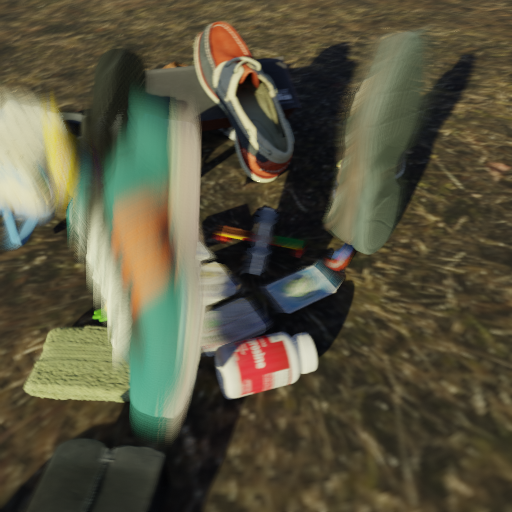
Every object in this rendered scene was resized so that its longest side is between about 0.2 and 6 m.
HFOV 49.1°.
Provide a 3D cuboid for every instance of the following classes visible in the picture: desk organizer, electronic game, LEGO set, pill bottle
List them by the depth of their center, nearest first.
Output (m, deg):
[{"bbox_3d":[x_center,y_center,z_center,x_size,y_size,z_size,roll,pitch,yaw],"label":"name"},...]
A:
[{"bbox_3d":[0.110,1.177,6.188,1.040,0.584,0.584,-11,37,-15],"label":"pill bottle"},{"bbox_3d":[-0.017,0.239,7.830,2.632,0.646,1.966,-22,53,-26],"label":"LEGO set"},{"bbox_3d":[-0.967,-2.940,11.120,3.306,1.273,1.186,-14,78,-21],"label":"desk organizer"},{"bbox_3d":[-4.117,-2.468,11.458,2.148,0.447,2.148,1,34,0],"label":"electronic game"}]

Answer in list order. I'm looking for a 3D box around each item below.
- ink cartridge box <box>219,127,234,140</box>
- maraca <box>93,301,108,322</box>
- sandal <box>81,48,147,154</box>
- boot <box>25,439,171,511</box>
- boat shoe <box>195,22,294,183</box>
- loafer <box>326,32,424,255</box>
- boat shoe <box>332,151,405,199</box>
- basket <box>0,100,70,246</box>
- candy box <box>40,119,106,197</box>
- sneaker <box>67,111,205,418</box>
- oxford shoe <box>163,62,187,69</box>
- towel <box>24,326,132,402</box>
[{"bbox_3d":[-0.272,-2.959,12.071,0.942,0.543,1.298,-21,41,-23],"label":"ink cartridge box"},{"bbox_3d":[-1.744,0.651,7.122,0.467,0.364,0.681,8,30,45],"label":"maraca"},{"bbox_3d":[-2.051,-1.619,7.848,0.622,2.598,0.976,30,33,23],"label":"sandal"},{"bbox_3d":[-1.907,2.412,4.210,1.964,0.782,2.383,15,41,2],"label":"boot"},{"bbox_3d":[-0.183,-2.943,10.133,1.153,1.014,3.241,-16,78,-20],"label":"boat shoe"},{"bbox_3d":[1.510,-1.529,7.835,0.970,3.083,1.108,27,34,37],"label":"loafer"},{"bbox_3d":[2.133,-1.732,10.187,0.868,0.719,2.417,21,40,27],"label":"boat shoe"},{"bbox_3d":[-3.178,-1.129,7.887,1.222,1.756,1.548,18,63,-6],"label":"basket"},{"bbox_3d":[-1.875,-0.888,6.650,0.219,1.659,0.848,-24,71,10],"label":"candy box"},{"bbox_3d":[-1.262,0.005,5.589,1.257,1.123,3.146,5,69,-23],"label":"sneaker"},{"bbox_3d":[-1.989,-3.824,12.656,2.744,0.978,0.979,-5,23,21],"label":"oxford shoe"},{"bbox_3d":[-1.812,1.231,6.396,1.400,0.255,1.039,2,36,1],"label":"towel"}]
